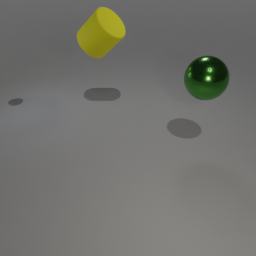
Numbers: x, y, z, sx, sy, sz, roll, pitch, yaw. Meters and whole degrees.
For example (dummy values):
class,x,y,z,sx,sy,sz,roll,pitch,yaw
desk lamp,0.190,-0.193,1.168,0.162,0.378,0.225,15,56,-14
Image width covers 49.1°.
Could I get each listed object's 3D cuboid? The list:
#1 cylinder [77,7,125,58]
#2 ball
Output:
class,x,y,z,sx,sy,sz,roll,pitch,yaw
cylinder,-1.059,-3.703,10.975,1.400,1.400,1.400,-31,9,41
ball,2.483,-1.576,8.890,1.400,1.400,1.400,0,32,0
